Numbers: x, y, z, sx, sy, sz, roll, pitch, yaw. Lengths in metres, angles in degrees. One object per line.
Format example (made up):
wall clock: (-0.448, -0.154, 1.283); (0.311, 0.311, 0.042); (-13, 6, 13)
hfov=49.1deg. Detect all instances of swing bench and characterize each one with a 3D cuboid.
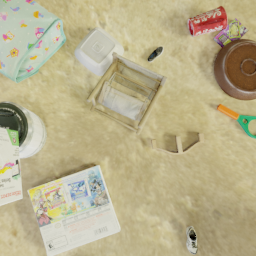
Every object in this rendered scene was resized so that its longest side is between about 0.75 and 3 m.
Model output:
swing bench: (-0.027, -1.317, 10.809); (2.259, 1.473, 2.271); (27, 78, 4)

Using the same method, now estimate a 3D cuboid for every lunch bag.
lunch bag: (-4.321, -3.455, 10.881); (2.549, 1.824, 2.992); (36, 78, 3)

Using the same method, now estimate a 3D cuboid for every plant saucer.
plant saucer: (4.823, -2.429, 11.353); (2.595, 0.447, 2.595); (0, 85, -2)

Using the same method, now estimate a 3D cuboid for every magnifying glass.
magnifying glass: (4.617, -0.320, 11.276); (2.202, 0.247, 0.876); (30, 84, 2)

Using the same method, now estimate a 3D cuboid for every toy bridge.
toy bridge: (2.027, 0.674, 11.094); (2.140, 0.291, 0.719); (-7, 85, -1)

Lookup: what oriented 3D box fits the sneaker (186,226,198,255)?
sneaker: (2.413, 4.259, 10.542); (0.397, 0.460, 1.048); (-10, 84, -3)

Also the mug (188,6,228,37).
mug: (3.218, -4.309, 11.315); (1.389, 1.233, 0.927); (-17, 92, 2)

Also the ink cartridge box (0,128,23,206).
ink cartridge box: (-3.735, 1.098, 7.839); (0.883, 1.522, 2.102); (-8, 83, 3)

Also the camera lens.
camera lens: (-4.091, 0.146, 10.119); (1.874, 2.343, 1.874); (0, 83, 0)

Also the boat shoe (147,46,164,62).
boat shoe: (1.145, -3.086, 11.583); (0.882, 0.292, 0.309); (-41, 84, -5)

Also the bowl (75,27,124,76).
bowl: (-1.194, -3.191, 11.438); (1.701, 0.635, 1.698); (40, 85, 3)

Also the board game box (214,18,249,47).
board game box: (4.319, -3.912, 11.756); (1.292, 0.209, 0.775); (-42, 89, -5)

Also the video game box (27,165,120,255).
video game box: (-2.019, 3.072, 10.597); (2.826, 0.662, 2.575); (-19, 85, -3)
